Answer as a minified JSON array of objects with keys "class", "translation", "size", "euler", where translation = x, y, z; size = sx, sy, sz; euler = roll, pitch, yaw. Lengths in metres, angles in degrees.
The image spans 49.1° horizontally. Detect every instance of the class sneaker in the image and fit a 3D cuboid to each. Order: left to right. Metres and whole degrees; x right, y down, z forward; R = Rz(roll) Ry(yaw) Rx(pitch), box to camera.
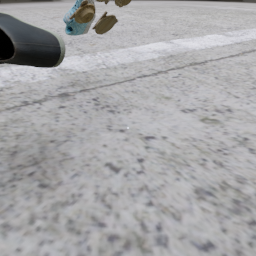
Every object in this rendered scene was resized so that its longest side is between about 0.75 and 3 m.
[{"class":"sneaker","translation":[-2.770,-1.879,5.614],"size":[2.740,1.025,1.456],"euler":[15,15,20]},{"class":"sneaker","translation":[-1.887,-4.183,10.502],"size":[0.991,2.418,0.894],"euler":[-25,80,-23]}]

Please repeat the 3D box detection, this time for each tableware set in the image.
[{"class":"tableware set","translation":[-0.658,-3.501,8.102],"size":[0.241,1.737,2.079],"euler":[56,26,11]}]
